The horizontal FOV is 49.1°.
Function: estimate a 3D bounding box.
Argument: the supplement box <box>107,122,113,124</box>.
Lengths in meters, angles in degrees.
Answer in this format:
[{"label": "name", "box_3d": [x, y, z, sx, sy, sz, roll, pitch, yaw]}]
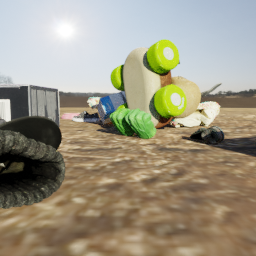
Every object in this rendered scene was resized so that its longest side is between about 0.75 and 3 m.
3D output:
[{"label": "supplement box", "box_3d": [-0.352, -0.579, 12.976, 0.680, 0.658, 1.976, 4, 7, 18]}]

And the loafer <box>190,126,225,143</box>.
[{"label": "loafer", "box_3d": [1.835, 0.204, 6.581, 0.362, 0.414, 1.152, -20, 2, -10]}]

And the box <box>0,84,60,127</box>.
[{"label": "box", "box_3d": [-3.520, -0.586, 8.837, 2.040, 1.438, 2.756, 0, 6, 2]}]

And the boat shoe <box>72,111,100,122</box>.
[{"label": "boat shoe", "box_3d": [-2.054, -0.581, 13.586, 1.620, 0.537, 0.566, 4, 7, 37]}]

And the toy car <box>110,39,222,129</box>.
[{"label": "toy car", "box_3d": [1.374, -1.198, 8.534, 2.963, 2.338, 2.434, -6, -5, -33]}]

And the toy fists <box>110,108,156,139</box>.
[{"label": "toy fists", "box_3d": [0.097, -0.179, 7.491, 1.498, 0.764, 0.515, 8, 55, 51]}]

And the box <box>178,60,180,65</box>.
[{"label": "box", "box_3d": [1.185, -2.236, 9.267, 1.014, 0.249, 1.050, -16, 32, 15]}]

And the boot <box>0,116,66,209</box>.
[{"label": "boot", "box_3d": [-1.148, 0.285, 3.160, 1.444, 0.727, 1.931, -5, 12, 36]}]

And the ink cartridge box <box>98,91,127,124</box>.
[{"label": "ink cartridge box", "box_3d": [-0.285, -0.912, 11.161, 1.703, 0.731, 1.247, -19, -13, -15]}]

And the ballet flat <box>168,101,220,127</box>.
[{"label": "ballet flat", "box_3d": [2.641, -0.414, 10.881, 2.898, 1.096, 0.926, -8, 38, -28]}]

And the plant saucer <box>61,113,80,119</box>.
[{"label": "plant saucer", "box_3d": [-3.182, -0.688, 15.987, 1.213, 0.308, 1.213, 0, 6, 0]}]

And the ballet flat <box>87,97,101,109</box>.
[{"label": "ballet flat", "box_3d": [-1.195, -1.152, 13.340, 0.700, 0.592, 1.851, -19, -6, 39]}]

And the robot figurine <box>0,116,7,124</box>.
[{"label": "robot figurine", "box_3d": [-2.797, -0.008, 4.591, 1.718, 1.291, 1.072, 3, 24, 29]}]
